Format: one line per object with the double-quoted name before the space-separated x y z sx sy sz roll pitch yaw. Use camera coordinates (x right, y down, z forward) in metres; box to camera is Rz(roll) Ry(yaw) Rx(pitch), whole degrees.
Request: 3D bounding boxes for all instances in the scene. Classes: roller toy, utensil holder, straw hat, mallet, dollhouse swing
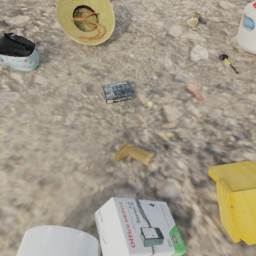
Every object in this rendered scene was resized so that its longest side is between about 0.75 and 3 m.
"roller toy" 6.176 -4.399 12.057 2.715 1.898 2.477 27 48 28
"utensil holder" -1.534 3.331 5.529 1.860 1.860 2.188 3 46 3
"straw hat" -2.007 -4.971 13.123 2.824 1.195 2.824 2 82 -12
"mallet" 4.255 -2.725 11.847 0.389 0.243 1.181 0 50 -25
"dollhouse swing" 3.312 1.931 7.712 1.912 1.681 1.738 -8 91 -8

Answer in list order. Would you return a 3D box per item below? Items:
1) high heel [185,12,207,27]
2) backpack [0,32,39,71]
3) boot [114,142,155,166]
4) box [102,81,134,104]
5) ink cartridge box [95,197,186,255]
"high heel" 3.209 -5.566 14.146 1.354 0.483 0.965 -11 54 -31
"backpack" -4.570 -3.081 11.609 1.732 1.096 1.445 13 61 8
"boot" 0.192 0.885 8.636 1.013 0.335 0.887 26 54 20
"box" -0.390 -1.360 10.637 1.076 0.275 0.849 -12 50 -9
"ink cartridge box" 0.282 2.391 6.404 1.817 0.764 1.326 17 37 -39
